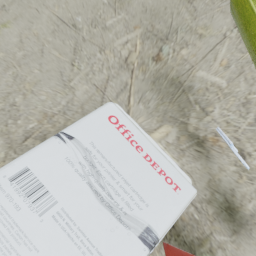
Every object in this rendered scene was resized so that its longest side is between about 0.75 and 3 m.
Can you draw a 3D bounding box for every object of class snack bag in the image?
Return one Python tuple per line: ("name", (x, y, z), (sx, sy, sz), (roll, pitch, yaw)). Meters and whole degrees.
("snack bag", (2.034, 0.396, 5.385), (0.091, 0.800, 0.848), (-38, 60, 14))

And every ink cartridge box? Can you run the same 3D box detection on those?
("ink cartridge box", (-0.660, 1.166, 4.019), (2.044, 1.173, 2.814), (47, 51, 9))

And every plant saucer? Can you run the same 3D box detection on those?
("plant saucer", (1.714, -0.981, 3.201), (1.326, 0.318, 1.328), (6, 61, -34))
("plant saucer", (1.614, 2.609, 4.501), (1.867, 1.863, 0.343), (37, 70, -12))
